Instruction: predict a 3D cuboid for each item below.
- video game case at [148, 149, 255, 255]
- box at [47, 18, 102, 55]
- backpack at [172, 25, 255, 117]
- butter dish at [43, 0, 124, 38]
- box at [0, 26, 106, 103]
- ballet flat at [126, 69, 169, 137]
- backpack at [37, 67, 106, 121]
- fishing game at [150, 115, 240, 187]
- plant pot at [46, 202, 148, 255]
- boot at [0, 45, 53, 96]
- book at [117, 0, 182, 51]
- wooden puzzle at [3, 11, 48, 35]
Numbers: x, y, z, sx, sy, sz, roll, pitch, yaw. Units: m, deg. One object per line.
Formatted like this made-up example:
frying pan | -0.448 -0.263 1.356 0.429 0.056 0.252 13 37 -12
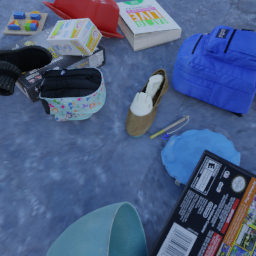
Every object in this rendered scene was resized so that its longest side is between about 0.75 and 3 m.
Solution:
video game case | 2.074 2.276 5.522 2.640 0.373 2.921 28 73 16
box | -1.636 -2.760 8.559 1.433 0.726 0.806 13 71 37
backpack | 2.694 -1.935 8.426 2.495 2.093 2.027 19 47 19
butter dish | -1.319 -4.527 10.128 2.454 1.814 2.447 38 27 23
box | -2.625 -2.399 9.613 2.966 0.717 2.349 -34 59 -24
ballet flat | 0.603 -0.895 8.298 0.852 0.909 2.513 21 55 18
backpack | -1.508 -1.022 8.107 1.753 1.319 1.556 -8 46 5
fishing game | 1.875 0.814 7.283 2.011 0.436 2.808 -32 51 -23
plant pot | -0.611 2.504 5.008 1.469 2.181 2.181 -10 50 16
boot | -3.212 -1.640 8.173 1.893 0.712 1.415 -5 53 11
book | 0.665 -4.285 11.209 1.913 0.688 2.863 -15 49 -12
wooden puzzle | -4.164 -4.345 11.390 1.485 0.371 1.604 3 51 3
